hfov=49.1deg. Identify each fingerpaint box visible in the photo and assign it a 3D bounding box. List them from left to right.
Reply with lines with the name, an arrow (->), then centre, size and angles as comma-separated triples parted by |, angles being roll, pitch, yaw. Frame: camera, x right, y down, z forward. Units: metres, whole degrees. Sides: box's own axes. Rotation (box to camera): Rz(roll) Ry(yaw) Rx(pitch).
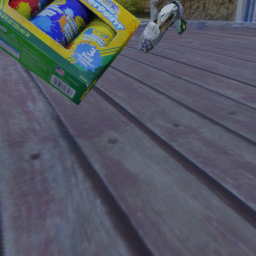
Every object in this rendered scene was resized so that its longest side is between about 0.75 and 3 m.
fingerpaint box -> -1.438, -2.222, 5.953 | 2.697, 0.989, 2.250 | 37, 59, -7

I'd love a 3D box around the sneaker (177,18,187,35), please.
sneaker -> 1.875, -3.611, 9.941 | 0.305, 0.333, 0.781 | 27, 50, -14

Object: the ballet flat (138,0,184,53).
ballet flat -> 1.213, -4.150, 11.236 | 2.472, 0.889, 0.889 | -48, 34, 3
